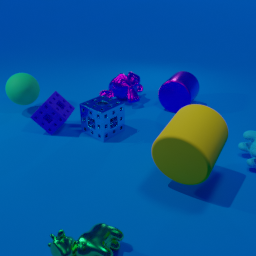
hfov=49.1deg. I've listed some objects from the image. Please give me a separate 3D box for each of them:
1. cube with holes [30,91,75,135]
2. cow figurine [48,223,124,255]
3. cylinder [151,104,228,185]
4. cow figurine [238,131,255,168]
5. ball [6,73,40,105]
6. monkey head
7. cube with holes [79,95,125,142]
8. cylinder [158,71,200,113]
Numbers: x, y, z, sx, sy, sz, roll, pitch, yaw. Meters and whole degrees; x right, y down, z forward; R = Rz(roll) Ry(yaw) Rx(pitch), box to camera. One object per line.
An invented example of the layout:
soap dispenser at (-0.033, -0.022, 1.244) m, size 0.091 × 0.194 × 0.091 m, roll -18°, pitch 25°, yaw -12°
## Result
cube with holes at (-2.065, -0.421, 7.742) m, size 0.729 × 0.729 × 0.729 m, roll -38°, pitch 17°, yaw 27°
cow figurine at (-0.648, 1.748, 4.254) m, size 0.956 × 0.533 × 0.971 m, roll 24°, pitch 27°, yaw 13°
cylinder at (1.245, 0.313, 5.580) m, size 1.181 × 1.181 × 1.181 m, roll 17°, pitch 42°, yaw 27°
cow figurine at (3.281, 0.421, 6.548) m, size 1.248 × 0.696 × 1.268 m, roll 4°, pitch 39°, yaw -4°
ball at (-3.251, -1.201, 8.677) m, size 0.994 × 0.994 × 0.994 m, roll 0°, pitch 29°, yaw 0°
monkey head at (-0.066, -1.265, 9.603) m, size 1.696 × 1.022 × 1.220 m, roll -14°, pitch 73°, yaw -22°
cube with holes at (-0.694, -0.287, 7.710) m, size 0.862 × 0.862 × 0.862 m, roll 23°, pitch 36°, yaw 35°
cylinder at (1.665, -1.187, 9.103) m, size 1.075 × 1.075 × 1.075 m, roll 14°, pitch 32°, yaw 23°
